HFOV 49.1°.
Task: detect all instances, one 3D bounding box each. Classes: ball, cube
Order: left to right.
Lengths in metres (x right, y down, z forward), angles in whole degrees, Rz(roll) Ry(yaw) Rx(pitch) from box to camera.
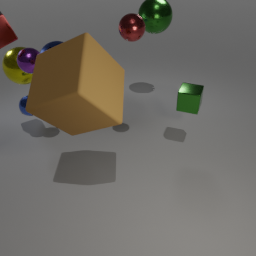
[{"bbox_3d":[-3.495,-2.603,7.496,0.700,0.700,0.700,-33,40,-11],"label":"cube"},{"bbox_3d":[-3.992,-2.346,10.586,1.400,1.400,1.400,0,30,0],"label":"ball"},{"bbox_3d":[-3.335,-0.763,9.509,0.700,0.700,0.700,0,30,0],"label":"ball"},{"bbox_3d":[-2.715,-1.869,7.781,0.700,0.700,0.700,0,30,0],"label":"ball"},{"bbox_3d":[-2.597,-2.516,10.433,1.400,1.400,1.400,0,30,0],"label":"ball"},{"bbox_3d":[-1.030,-0.825,5.878,1.400,1.400,1.400,-13,61,29],"label":"cube"},{"bbox_3d":[0.102,-2.606,7.278,0.700,0.700,0.700,0,30,0],"label":"ball"},{"bbox_3d":[1.094,-4.536,11.307,1.400,1.400,1.400,0,30,0],"label":"ball"},{"bbox_3d":[1.983,-0.951,8.950,0.700,0.700,0.700,12,39,17],"label":"cube"}]
